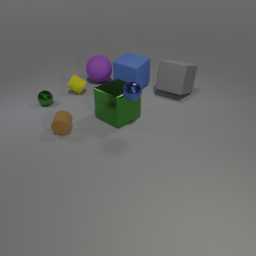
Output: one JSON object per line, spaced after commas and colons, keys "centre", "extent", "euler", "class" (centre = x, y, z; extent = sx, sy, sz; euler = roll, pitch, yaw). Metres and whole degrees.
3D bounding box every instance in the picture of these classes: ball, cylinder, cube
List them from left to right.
{"centre": [-3.775, -1.368, 12.795], "extent": [0.700, 0.700, 0.700], "euler": [0, 32, 0], "class": "ball"}
{"centre": [-2.547, -0.210, 10.816], "extent": [0.700, 0.700, 0.700], "euler": [0, 35, 1], "class": "cylinder"}
{"centre": [-2.522, -2.156, 13.764], "extent": [0.700, 0.700, 0.700], "euler": [30, 27, -18], "class": "cylinder"}
{"centre": [-1.541, -3.176, 14.998], "extent": [1.400, 1.400, 1.400], "euler": [0, 32, 0], "class": "ball"}
{"centre": [-0.422, -1.053, 11.624], "extent": [1.400, 1.400, 1.400], "euler": [27, 41, 36], "class": "cube"}
{"centre": [0.197, -2.853, 14.328], "extent": [1.400, 1.400, 1.400], "euler": [21, 43, 25], "class": "cube"}
{"centre": [0.161, -1.335, 10.200], "extent": [0.700, 0.700, 0.700], "euler": [0, 32, 0], "class": "ball"}
{"centre": [2.353, -2.478, 13.614], "extent": [1.400, 1.400, 1.400], "euler": [20, 21, 30], "class": "cube"}
